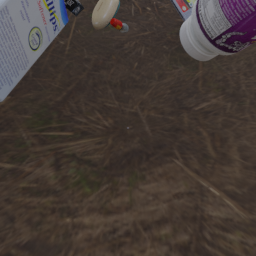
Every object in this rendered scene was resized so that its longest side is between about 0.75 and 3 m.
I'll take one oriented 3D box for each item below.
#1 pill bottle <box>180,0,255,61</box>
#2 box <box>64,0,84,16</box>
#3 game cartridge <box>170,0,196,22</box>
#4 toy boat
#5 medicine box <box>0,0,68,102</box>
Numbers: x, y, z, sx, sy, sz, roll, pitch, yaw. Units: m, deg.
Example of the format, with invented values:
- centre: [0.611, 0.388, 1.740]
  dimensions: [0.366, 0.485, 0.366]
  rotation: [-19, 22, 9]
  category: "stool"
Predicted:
- centre: [1.977, -2.109, 4.944]
  dimensions: [1.325, 2.360, 1.325]
  rotation: [5, 76, -23]
  category: "pill bottle"
- centre: [-1.854, -3.671, 7.063]
  dimensions: [0.321, 1.181, 1.474]
  rotation: [-39, 71, 15]
  category: "box"
- centre: [1.909, -4.099, 8.889]
  dimensions: [0.944, 0.290, 1.418]
  rotation: [-32, 87, 1]
  category: "game cartridge"
- centre: [-0.379, -2.466, 6.245]
  dimensions: [0.471, 0.852, 1.013]
  rotation: [12, 35, -49]
  category: "toy boat"
- centre: [-2.647, -1.916, 4.833]
  dimensions: [2.232, 1.261, 2.450]
  rotation: [14, 55, 13]
  category: "medicine box"
